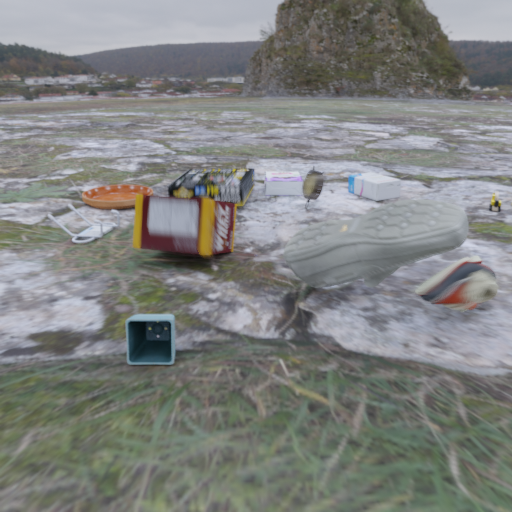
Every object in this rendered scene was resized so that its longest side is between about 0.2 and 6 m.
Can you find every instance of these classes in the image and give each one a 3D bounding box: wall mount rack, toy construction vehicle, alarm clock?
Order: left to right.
[{"bbox_3d":[-3.887,-0.764,12.740,1.300,0.558,1.497,4,20,12],"label":"wall mount rack"},{"bbox_3d":[1.469,-1.735,14.611,0.370,1.111,0.749,12,23,-14],"label":"alarm clock"},{"bbox_3d":[6.649,-1.387,14.614,1.025,0.414,1.177,8,22,22],"label":"toy construction vehicle"}]

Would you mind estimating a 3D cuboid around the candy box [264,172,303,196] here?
[{"bbox_3d":[0.791,-2.152,16.599,1.087,0.464,1.296,0,20,-1],"label":"candy box"}]

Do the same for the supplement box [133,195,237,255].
[{"bbox_3d":[-1.374,-0.621,11.132,1.545,1.026,1.524,6,4,16],"label":"supplement box"}]

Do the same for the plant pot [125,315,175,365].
[{"bbox_3d":[-1.405,1.095,7.725,0.630,0.629,0.642,0,9,0],"label":"plant pot"}]

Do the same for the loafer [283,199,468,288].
[{"bbox_3d":[1.859,-0.094,8.827,3.143,1.097,1.099,-10,33,45],"label":"loafer"}]

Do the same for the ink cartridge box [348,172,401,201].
[{"bbox_3d":[3.390,-2.001,16.092,0.914,0.535,1.264,-12,22,-29],"label":"ink cartridge box"}]

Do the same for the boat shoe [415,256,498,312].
[{"bbox_3d":[3.163,0.490,8.614,0.814,0.716,2.288,-38,-17,31],"label":"boat shoe"}]

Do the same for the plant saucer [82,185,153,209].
[{"bbox_3d":[-3.786,-1.610,15.391,1.905,0.307,1.905,1,20,0],"label":"plant saucer"}]

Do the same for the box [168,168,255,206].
[{"bbox_3d":[-1.177,-1.951,15.658,2.020,0.624,2.530,2,19,6],"label":"box"}]
